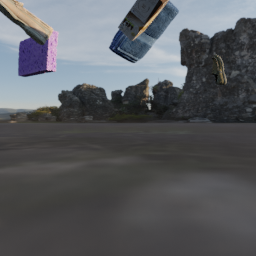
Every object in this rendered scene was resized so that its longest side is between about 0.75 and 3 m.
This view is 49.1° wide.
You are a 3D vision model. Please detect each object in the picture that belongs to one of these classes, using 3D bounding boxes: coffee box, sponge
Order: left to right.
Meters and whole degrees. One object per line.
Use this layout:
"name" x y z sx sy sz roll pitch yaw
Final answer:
"sponge" -3.259 -2.573 9.947 0.358 1.337 2.398 2 2 -43
"coffee box" 0.420 -2.839 6.777 1.318 0.525 0.754 -39 10 50

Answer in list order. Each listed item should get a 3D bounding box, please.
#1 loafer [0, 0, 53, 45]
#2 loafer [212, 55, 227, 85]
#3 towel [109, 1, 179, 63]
"loafer" -2.987 -3.184 7.879 1.886 0.593 0.678 41 -14 -22
"loafer" 2.149 -1.386 6.737 0.264 0.758 0.285 -16 0 0
"towel" 0.578 -3.615 10.270 1.459 0.634 2.613 22 -56 -34
